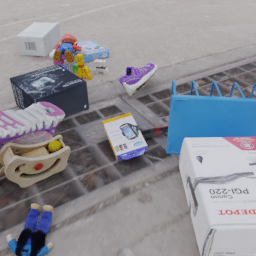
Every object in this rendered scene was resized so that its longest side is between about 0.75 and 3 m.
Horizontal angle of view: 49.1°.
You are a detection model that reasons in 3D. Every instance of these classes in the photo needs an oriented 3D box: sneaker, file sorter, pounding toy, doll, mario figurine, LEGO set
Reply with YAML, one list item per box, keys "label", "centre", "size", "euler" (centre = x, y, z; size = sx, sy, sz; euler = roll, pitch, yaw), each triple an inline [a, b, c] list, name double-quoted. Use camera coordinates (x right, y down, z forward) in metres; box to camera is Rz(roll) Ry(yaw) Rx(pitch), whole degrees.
- label: "sneaker"
  centre: [-2.780, 0.152, 7.090]
  size: [1.075, 1.182, 2.674]
  euler: [33, 27, 24]
- label: "file sorter"
  centre: [2.362, -0.333, 7.785]
  size: [2.492, 1.730, 1.529]
  euler: [3, 32, 4]
- label: "pounding toy"
  centre: [-2.489, 0.633, 6.740]
  size: [1.957, 1.119, 1.122]
  euler: [-24, 51, -24]
- label: "doll"
  centre: [-1.904, 2.142, 5.459]
  size: [0.912, 0.324, 1.337]
  euler: [8, 42, -3]
- label: "mario figurine"
  centre: [-2.640, -3.327, 12.414]
  size: [1.268, 1.089, 2.055]
  euler: [33, 29, -19]
- label: "LEGO set"
  centre: [-2.119, -2.657, 11.572]
  size: [2.508, 1.029, 0.956]
  euler: [5, 37, 7]
- label: "sneaker"
  centre: [0.397, -2.039, 10.422]
  size: [0.898, 0.868, 2.154]
  euler: [45, 39, -2]

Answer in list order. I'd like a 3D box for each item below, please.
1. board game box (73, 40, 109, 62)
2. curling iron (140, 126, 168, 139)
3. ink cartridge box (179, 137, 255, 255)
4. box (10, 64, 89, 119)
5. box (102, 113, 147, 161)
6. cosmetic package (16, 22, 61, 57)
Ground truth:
- label: "board game box"
  centre: [-2.014, -3.807, 13.755]
  size: [1.464, 0.354, 1.935]
  euler: [-20, 40, -25]
- label: "curling iron"
  centre: [0.732, 0.022, 8.341]
  size: [2.461, 0.315, 0.610]
  euler: [-20, 67, -10]
- label: "ink cartridge box"
  centre: [2.232, 1.342, 5.940]
  size: [1.857, 1.081, 2.549]
  euler: [-1, 37, -1]
- label: "box"
  centre: [-2.612, -1.159, 9.419]
  size: [1.858, 1.109, 1.890]
  euler: [-27, 45, -32]
- label: "box"
  centre: [-0.078, 0.276, 7.830]
  size: [0.893, 0.311, 1.499]
  euler: [-17, 53, -10]
- label: "cosmetic package"
  centre: [-4.485, -4.582, 14.301]
  size: [1.414, 1.016, 2.505]
  euler: [5, 35, 6]
